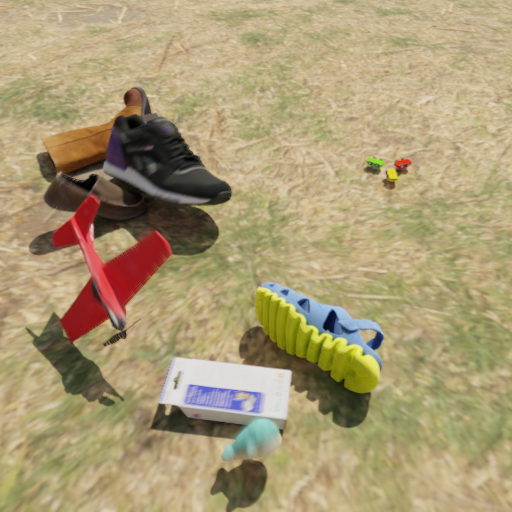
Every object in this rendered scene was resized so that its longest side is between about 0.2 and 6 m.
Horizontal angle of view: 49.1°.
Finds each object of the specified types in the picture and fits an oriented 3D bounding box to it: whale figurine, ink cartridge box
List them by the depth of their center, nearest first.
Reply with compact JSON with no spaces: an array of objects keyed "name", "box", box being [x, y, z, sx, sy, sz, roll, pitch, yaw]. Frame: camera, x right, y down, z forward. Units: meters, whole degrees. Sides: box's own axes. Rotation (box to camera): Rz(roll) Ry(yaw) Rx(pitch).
[{"name":"whale figurine","box":[-0.095,2.521,7.649,0.842,0.670,0.437,-20,86,6]},{"name":"ink cartridge box","box":[-0.447,2.084,8.583,1.901,0.353,0.900,7,41,4]}]

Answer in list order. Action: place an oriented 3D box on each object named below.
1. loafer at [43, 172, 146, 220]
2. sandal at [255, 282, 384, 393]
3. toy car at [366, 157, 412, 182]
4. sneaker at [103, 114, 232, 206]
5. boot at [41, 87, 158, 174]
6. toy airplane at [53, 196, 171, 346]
[{"name":"loafer","box":[-3.265,-1.279,11.693,2.132,0.757,0.779,2,35,-35]},{"name":"sandal","box":[1.077,1.191,9.225,2.506,0.996,1.091,33,48,21]},{"name":"toy car","box":[3.098,-2.119,13.418,0.973,0.231,1.034,23,46,25]},{"name":"sneaker","box":[-1.965,-2.129,11.942,3.464,1.517,1.312,23,23,29]},{"name":"boot","box":[-4.001,-3.202,14.397,2.882,0.987,2.713,-21,53,-12]},{"name":"toy airplane","box":[-2.562,0.159,9.110,2.716,2.716,0.499,37,13,34]}]
